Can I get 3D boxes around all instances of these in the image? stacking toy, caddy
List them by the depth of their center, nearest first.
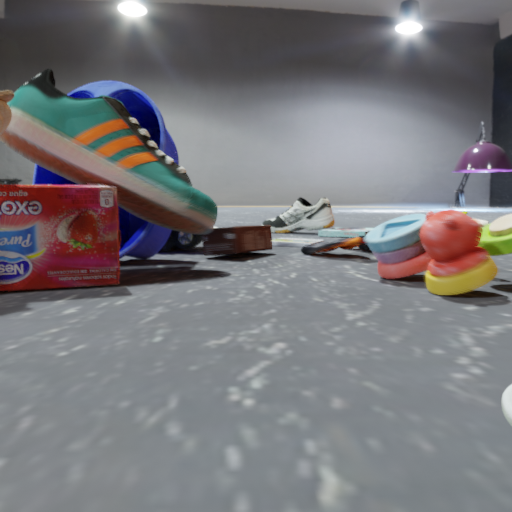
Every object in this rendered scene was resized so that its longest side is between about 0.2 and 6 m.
[{"bbox_3d":[2.258,-0.346,6.519,1.689,0.788,1.866,-27,13,-16],"label":"stacking toy"},{"bbox_3d":[-2.328,-1.223,8.683,2.052,2.903,1.524,0,-11,10],"label":"caddy"}]

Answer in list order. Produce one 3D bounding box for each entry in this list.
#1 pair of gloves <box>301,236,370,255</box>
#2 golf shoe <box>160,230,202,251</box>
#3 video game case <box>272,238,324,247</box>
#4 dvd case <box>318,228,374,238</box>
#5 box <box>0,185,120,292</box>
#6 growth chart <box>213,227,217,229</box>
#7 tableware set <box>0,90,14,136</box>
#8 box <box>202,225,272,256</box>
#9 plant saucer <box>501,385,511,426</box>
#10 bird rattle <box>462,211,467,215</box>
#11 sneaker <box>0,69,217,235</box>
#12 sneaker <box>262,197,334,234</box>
[{"bbox_3d":[1.823,-0.203,9.771,1.899,0.235,1.692,-7,-1,-36],"label":"pair of gloves"},{"bbox_3d":[-2.469,-0.590,10.664,3.148,1.215,1.386,8,-3,1],"label":"golf shoe"},{"bbox_3d":[0.808,-0.273,11.648,0.996,0.114,0.906,4,7,24],"label":"video game case"},{"bbox_3d":[2.401,-0.600,14.312,1.200,0.181,1.644,3,8,25],"label":"dvd case"},{"bbox_3d":[-2.853,-0.229,6.374,2.421,1.156,1.207,-3,7,-23],"label":"box"},{"bbox_3d":[-2.073,-0.744,15.520,2.282,0.202,1.652,-1,7,-8],"label":"growth chart"},{"bbox_3d":[-4.119,-0.741,6.204,2.764,0.384,3.309,-33,-1,-34],"label":"tableware set"},{"bbox_3d":[-0.296,-0.272,9.570,0.647,0.484,1.292,-4,0,30],"label":"box"},{"bbox_3d":[1.462,0.701,2.000,1.088,0.273,1.088,0,6,0],"label":"plant saucer"},{"bbox_3d":[3.743,-0.403,11.563,1.330,0.749,1.084,-13,-4,-3],"label":"bird rattle"},{"bbox_3d":[-1.806,-1.431,7.562,3.153,1.260,1.125,28,-17,-9],"label":"sneaker"},{"bbox_3d":[1.098,-1.108,15.145,2.083,0.913,0.788,-6,6,25],"label":"sneaker"}]
